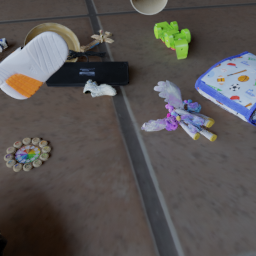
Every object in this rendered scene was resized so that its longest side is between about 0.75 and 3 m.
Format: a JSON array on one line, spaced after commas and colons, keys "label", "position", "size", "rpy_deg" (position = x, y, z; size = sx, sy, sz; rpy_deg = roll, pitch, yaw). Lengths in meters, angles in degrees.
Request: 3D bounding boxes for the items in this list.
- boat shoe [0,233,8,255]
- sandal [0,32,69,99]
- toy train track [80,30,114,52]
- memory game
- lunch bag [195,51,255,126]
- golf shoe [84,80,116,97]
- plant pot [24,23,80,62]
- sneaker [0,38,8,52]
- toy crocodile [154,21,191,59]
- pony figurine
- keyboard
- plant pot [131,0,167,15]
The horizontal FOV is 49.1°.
[{"label": "boat shoe", "position": [-2.233, 1.993, 4.344], "size": [0.767, 0.908, 2.547], "rpy_deg": [-24, 54, -28]}, {"label": "sandal", "position": [-1.702, -1.173, 5.157], "size": [2.062, 0.790, 0.591], "rpy_deg": [-20, 33, 35]}, {"label": "toy train track", "position": [-1.207, -3.374, 10.676], "size": [1.004, 0.285, 1.751], "rpy_deg": [23, 48, 24]}, {"label": "memory game", "position": [-2.311, 0.580, 6.466], "size": [1.060, 0.068, 1.060], "rpy_deg": [0, 42, 0]}, {"label": "lunch bag", "position": [3.016, -0.986, 7.325], "size": [2.056, 1.273, 1.748], "rpy_deg": [-22, 47, -33]}, {"label": "golf shoe", "position": [-0.822, -1.036, 8.115], "size": [1.000, 0.391, 0.486], "rpy_deg": [16, 63, 23]}, {"label": "plant pot", "position": [-2.506, -2.660, 9.343], "size": [1.783, 0.245, 1.783], "rpy_deg": [3, 75, -13]}, {"label": "sneaker", "position": [-4.807, -3.136, 10.387], "size": [0.939, 0.380, 0.543], "rpy_deg": [27, 45, 18]}, {"label": "toy crocodile", "position": [1.608, -3.350, 10.371], "size": [0.843, 0.771, 2.497], "rpy_deg": [-17, 40, -8]}, {"label": "pony figurine", "position": [1.249, -0.295, 6.773], "size": [1.534, 1.323, 1.589], "rpy_deg": [5, 26, -46]}, {"label": "keyboard", "position": [-1.282, -1.914, 8.963], "size": [2.610, 0.269, 1.659], "rpy_deg": [0, 56, -2]}, {"label": "plant pot", "position": [0.642, -4.055, 8.067], "size": [1.040, 1.040, 1.111], "rpy_deg": [5, 56, 5]}]
